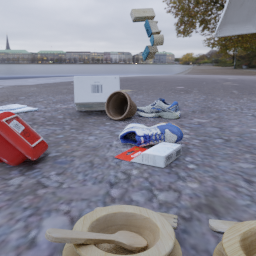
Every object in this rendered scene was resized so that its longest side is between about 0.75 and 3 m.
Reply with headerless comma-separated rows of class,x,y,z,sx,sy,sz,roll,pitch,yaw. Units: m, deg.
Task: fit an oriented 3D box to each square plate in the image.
square plate,2.721,-2.816,6.403,1.409,1.422,0.202,-13,49,-21

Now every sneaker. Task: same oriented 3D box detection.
sneaker,1.133,-0.789,10.635,1.734,0.739,0.668,4,14,19
sneaker,0.535,0.249,6.833,1.588,0.598,0.700,-1,20,30

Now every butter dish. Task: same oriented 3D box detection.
butter dish,-2.411,0.341,5.738,0.887,1.197,1.201,-44,9,7

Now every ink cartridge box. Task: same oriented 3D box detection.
ink cartridge box,0.449,0.505,6.127,1.187,0.281,0.950,9,16,29

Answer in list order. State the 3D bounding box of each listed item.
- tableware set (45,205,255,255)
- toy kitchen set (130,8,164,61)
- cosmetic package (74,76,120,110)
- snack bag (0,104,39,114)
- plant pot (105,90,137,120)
tableware set,0.689,1.146,2.776,2.760,0.553,1.824,3,13,11
toy kitchen set,0.663,-3.974,11.997,1.002,1.701,1.363,-11,-18,-20
cosmetic package,-1.271,-1.370,11.407,1.748,1.078,1.753,-2,-5,-7
snack bag,-4.945,-0.806,11.931,1.674,0.179,1.578,10,16,37
plant pot,-0.142,-0.772,10.298,1.069,1.069,0.932,9,-1,35
